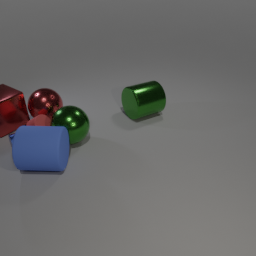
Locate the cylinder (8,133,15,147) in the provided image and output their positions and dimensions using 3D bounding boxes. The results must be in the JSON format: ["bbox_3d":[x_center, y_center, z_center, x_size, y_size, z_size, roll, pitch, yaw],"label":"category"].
[{"bbox_3d":[-3.719,0.469,9.795,0.700,0.700,0.700,-19,36,-27],"label":"cylinder"}]

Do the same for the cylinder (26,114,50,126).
[{"bbox_3d":[-3.329,-0.077,10.474,0.700,0.700,0.700,-21,13,42],"label":"cylinder"}]

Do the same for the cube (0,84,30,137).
[{"bbox_3d":[-4.967,-0.721,11.025,1.400,1.400,1.400,22,41,31],"label":"cube"}]

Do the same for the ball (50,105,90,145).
[{"bbox_3d":[-2.072,-0.108,10.024,1.400,1.400,1.400,0,31,0],"label":"ball"}]

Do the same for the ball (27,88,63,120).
[{"bbox_3d":[-3.364,-0.927,11.419,1.400,1.400,1.400,0,31,0],"label":"ball"}]

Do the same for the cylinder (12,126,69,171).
[{"bbox_3d":[-2.695,0.640,8.853,1.400,1.400,1.400,1,31,1],"label":"cylinder"}]

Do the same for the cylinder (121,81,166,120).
[{"bbox_3d":[0.649,-1.186,11.835,1.400,1.400,1.400,-18,36,-26],"label":"cylinder"}]
